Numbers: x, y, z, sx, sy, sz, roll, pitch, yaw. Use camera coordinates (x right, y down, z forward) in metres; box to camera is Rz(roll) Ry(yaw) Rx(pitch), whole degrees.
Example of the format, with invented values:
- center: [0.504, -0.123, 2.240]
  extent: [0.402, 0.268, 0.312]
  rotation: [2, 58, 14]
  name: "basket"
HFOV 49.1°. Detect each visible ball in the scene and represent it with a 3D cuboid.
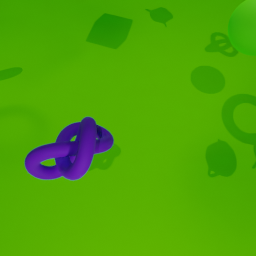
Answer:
- center: [2.592, -2.024, 5.592]
  extent: [1.131, 1.131, 1.131]
  rotation: [0, 55, 0]
  name: "ball"

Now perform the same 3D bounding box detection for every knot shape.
- center: [-0.669, 0.233, 3.704]
  extent: [0.558, 1.207, 1.129]
  rotation: [58, 35, -9]
  name: "knot shape"
